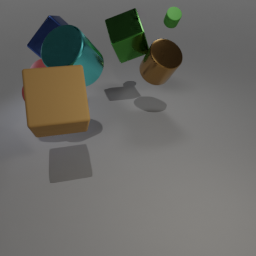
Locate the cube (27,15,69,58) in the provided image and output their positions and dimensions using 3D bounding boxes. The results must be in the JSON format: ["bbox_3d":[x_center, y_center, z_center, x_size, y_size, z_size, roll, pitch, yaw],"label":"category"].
[{"bbox_3d":[-2.642,-3.208,10.559,1.400,1.400,1.400,40,16,-14],"label":"cube"}]

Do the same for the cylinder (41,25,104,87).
[{"bbox_3d":[-1.630,-2.110,8.421,1.400,1.400,1.400,14,-8,22],"label":"cylinder"}]

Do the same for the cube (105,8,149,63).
[{"bbox_3d":[-0.006,-3.910,11.987,1.400,1.400,1.400,-19,65,8],"label":"cube"}]

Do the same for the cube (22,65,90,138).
[{"bbox_3d":[-1.776,-0.628,7.078,1.400,1.400,1.400,-7,-10,-12],"label":"cube"}]

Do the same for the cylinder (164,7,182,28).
[{"bbox_3d":[2.081,-5.149,13.078,0.700,0.700,0.700,-5,-10,-8],"label":"cylinder"}]

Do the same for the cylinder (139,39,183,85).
[{"bbox_3d":[1.335,-2.699,11.602,1.400,1.400,1.400,6,69,-15],"label":"cylinder"}]

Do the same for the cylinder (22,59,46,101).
[{"bbox_3d":[-2.731,-1.444,9.481,1.400,1.400,1.400,-3,38,-5],"label":"cylinder"}]
